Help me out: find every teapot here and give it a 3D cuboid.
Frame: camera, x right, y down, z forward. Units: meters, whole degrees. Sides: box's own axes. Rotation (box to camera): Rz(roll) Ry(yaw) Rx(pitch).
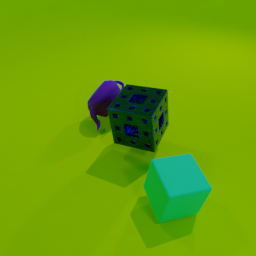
[{"bbox_3d":[-0.545,-0.648,7.064,0.773,0.981,1.578,39,60,-13],"label":"teapot"}]

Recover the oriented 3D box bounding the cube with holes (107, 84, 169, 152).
[{"bbox_3d":[0.257,-0.228,5.907,0.940,0.940,0.940,11,43,22],"label":"cube with holes"}]

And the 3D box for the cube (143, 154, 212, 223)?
[{"bbox_3d":[0.814,1.025,4.837,0.783,0.783,0.783,-6,45,-19],"label":"cube"}]
